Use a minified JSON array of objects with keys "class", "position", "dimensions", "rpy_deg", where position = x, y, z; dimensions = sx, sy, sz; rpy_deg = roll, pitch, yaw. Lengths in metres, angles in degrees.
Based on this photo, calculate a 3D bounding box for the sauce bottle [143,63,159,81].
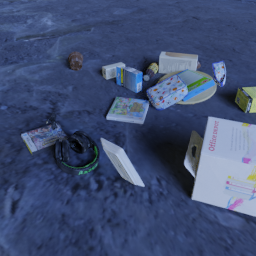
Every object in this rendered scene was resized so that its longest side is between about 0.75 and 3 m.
[{"class":"sauce bottle","position":[1.114,-2.716,13.588],"dimensions":[0.480,0.480,1.454],"rpy_deg":[11,38,15]}]

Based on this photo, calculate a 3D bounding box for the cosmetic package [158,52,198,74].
[{"class":"cosmetic package","position":[2.460,-3.152,13.789],"dimensions":[1.816,0.955,0.645],"rpy_deg":[10,37,11]}]

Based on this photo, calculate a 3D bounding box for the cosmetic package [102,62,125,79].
[{"class":"cosmetic package","position":[-0.679,-2.785,13.600],"dimensions":[1.073,0.556,0.392],"rpy_deg":[-20,39,-27]}]

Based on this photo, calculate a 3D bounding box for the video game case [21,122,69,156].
[{"class":"video game case","position":[-2.793,0.334,9.523],"dimensions":[1.346,0.172,1.217],"rpy_deg":[-21,40,-27]}]

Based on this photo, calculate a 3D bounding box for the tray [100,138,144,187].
[{"class":"tray","position":[-0.169,0.955,7.285],"dimensions":[0.872,1.625,0.180],"rpy_deg":[22,60,43]}]

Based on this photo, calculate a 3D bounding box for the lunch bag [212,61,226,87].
[{"class":"lunch bag","position":[3.287,-1.913,10.090],"dimensions":[0.489,0.789,0.671],"rpy_deg":[-11,-6,18]}]

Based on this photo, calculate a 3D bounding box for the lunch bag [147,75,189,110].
[{"class":"lunch bag","position":[1.602,-1.467,11.306],"dimensions":[1.582,0.598,1.268],"rpy_deg":[-27,38,1]}]

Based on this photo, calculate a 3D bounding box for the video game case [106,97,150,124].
[{"class":"video game case","position":[0.038,-0.728,11.021],"dimensions":[1.420,0.172,1.560],"rpy_deg":[8,36,10]}]

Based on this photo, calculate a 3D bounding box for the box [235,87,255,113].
[{"class":"box","position":[5.842,-1.201,11.258],"dimensions":[2.699,0.676,1.016],"rpy_deg":[-5,35,-6]}]

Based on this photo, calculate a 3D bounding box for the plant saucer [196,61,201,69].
[{"class":"plant saucer","position":[3.258,-3.432,14.811],"dimensions":[1.191,0.218,1.191],"rpy_deg":[-1,36,1]}]

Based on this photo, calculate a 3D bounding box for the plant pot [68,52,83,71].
[{"class":"plant pot","position":[-2.660,-3.374,14.316],"dimensions":[0.780,0.780,0.772],"rpy_deg":[-6,43,-8]}]

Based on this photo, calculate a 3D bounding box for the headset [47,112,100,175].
[{"class":"headset","position":[-1.765,0.464,8.610],"dimensions":[1.339,1.019,2.168],"rpy_deg":[-26,54,-33]}]

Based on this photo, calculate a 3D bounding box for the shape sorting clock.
[{"class":"shape sorting clock","position":[2.521,-1.808,12.239],"dimensions":[2.576,0.505,2.576],"rpy_deg":[-7,37,6]}]

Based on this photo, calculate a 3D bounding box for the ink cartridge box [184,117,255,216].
[{"class":"ink cartridge box","position":[2.865,0.976,7.305],"dimensions":[2.669,1.671,1.716],"rpy_deg":[12,37,16]}]

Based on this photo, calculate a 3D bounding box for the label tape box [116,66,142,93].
[{"class":"label tape box","position":[0.053,-2.215,12.478],"dimensions":[0.400,0.911,1.263],"rpy_deg":[-29,45,-35]}]
